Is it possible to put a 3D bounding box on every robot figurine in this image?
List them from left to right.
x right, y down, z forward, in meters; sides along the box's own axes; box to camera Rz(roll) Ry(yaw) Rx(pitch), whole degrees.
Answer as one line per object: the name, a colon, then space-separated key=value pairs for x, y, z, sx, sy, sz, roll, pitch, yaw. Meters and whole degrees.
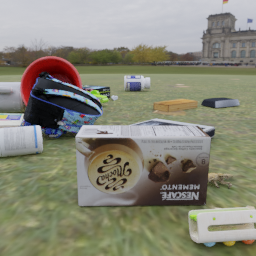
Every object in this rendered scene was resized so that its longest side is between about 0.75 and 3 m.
robot figurine: x=-5.364 y=-1.336 z=12.298 sx=2.360 sy=1.333 sz=2.002 roll=-3 pitch=-20 yaw=-11

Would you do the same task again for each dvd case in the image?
dvd case: x=0.825 y=0.222 z=7.982 sx=2.190 sy=0.360 sz=2.913 roll=11 pitch=17 yaw=40

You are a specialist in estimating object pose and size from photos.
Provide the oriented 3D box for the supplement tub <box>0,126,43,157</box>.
supplement tub: x=-2.661 y=0.319 z=6.849 sx=1.063 sy=0.701 sz=0.701 roll=-4 pitch=14 yaw=-20

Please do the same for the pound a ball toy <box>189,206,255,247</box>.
pound a ball toy: x=1.326 y=1.285 z=3.681 sx=1.029 sy=0.437 sz=0.671 roll=-1 pitch=-12 yaw=-5

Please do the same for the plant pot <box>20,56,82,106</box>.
plant pot: x=-3.148 y=-1.653 z=12.007 sx=2.446 sy=2.446 sz=2.164 roll=-2 pitch=5 yaw=-8

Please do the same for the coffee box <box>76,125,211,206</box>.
coffee box: x=0.234 y=0.597 z=4.694 sx=2.072 sy=1.171 sz=0.827 roll=1 pitch=14 yaw=-1

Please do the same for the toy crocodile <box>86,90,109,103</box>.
toy crocodile: x=-2.410 y=-1.541 z=14.491 sx=2.926 sy=0.903 sz=0.988 roll=10 pitch=16 yaw=19

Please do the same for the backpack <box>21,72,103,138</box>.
backpack: x=-1.941 y=-0.566 z=8.620 sx=2.158 sy=1.452 sz=1.970 roll=17 pitch=23 yaw=-18

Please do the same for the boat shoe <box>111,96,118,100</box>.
boat shoe: x=-0.855 y=-1.787 z=16.478 sx=0.266 sy=0.281 sz=0.784 roll=5 pitch=12 yaw=17

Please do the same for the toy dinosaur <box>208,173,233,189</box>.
toy dinosaur: x=1.728 y=0.928 z=5.258 sx=0.924 sy=0.269 sz=0.467 roll=-5 pitch=13 yaw=-21

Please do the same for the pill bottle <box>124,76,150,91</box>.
pill bottle: x=0.686 y=-3.367 z=21.153 sx=1.921 sy=1.150 sz=1.150 roll=1 pitch=14 yaw=1

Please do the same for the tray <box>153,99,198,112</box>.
tray: x=2.309 y=-1.113 z=13.501 sx=2.031 sy=0.376 sz=1.002 roll=-11 pitch=17 yaw=-37

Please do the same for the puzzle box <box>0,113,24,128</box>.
puzzle box: x=-4.812 y=-0.147 z=9.071 sx=2.708 sy=0.344 sz=1.802 roll=0 pitch=14 yaw=-16

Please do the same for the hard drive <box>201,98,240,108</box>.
hard drive: x=4.727 y=-1.309 z=14.294 sx=1.704 sy=0.361 sz=1.149 roll=-7 pitch=15 yaw=-28

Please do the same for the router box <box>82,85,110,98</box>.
router box: x=-2.482 y=-2.172 z=17.108 sx=2.317 sy=0.720 sz=1.736 roll=11 pitch=17 yaw=38
